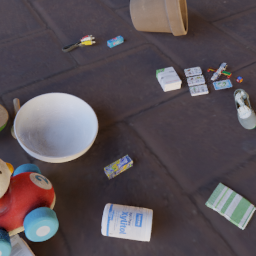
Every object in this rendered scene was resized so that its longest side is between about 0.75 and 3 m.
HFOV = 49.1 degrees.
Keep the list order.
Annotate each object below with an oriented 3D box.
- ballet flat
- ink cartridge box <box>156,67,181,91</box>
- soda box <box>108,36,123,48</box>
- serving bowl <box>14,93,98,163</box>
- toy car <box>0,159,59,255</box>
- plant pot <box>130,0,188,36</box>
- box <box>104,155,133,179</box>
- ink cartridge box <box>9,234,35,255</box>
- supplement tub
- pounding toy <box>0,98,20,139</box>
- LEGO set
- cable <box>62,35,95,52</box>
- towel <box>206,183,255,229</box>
[{"bbox_3d":[4.237,-0.740,10.334,0.606,0.573,1.798,-30,38,34],"label":"ballet flat"},{"bbox_3d":[1.673,-2.019,11.567,0.721,0.416,0.987,-13,52,-9],"label":"ink cartridge box"},{"bbox_3d":[-0.600,-4.146,13.430,0.767,0.260,0.246,-31,57,-22],"label":"soda box"},{"bbox_3d":[-2.362,0.082,9.414,2.655,0.873,2.655,6,52,-8],"label":"serving bowl"},{"bbox_3d":[-3.220,1.406,6.949,2.318,2.620,2.415,-22,37,-17],"label":"toy car"},{"bbox_3d":[1.471,-5.721,13.476,2.423,2.778,2.778,-4,48,21],"label":"plant pot"},{"bbox_3d":[-0.295,1.242,8.968,0.907,0.292,0.318,-27,56,-22],"label":"box"},{"bbox_3d":[-3.021,3.440,6.995,1.258,0.528,1.105,-35,59,-25],"label":"ink cartridge box"},{"bbox_3d":[-0.015,2.532,7.546,1.284,0.847,0.847,5,51,5],"label":"supplement tub"},{"bbox_3d":[-5.037,-0.011,9.612,2.849,1.322,2.199,-1,37,-37],"label":"pounding toy"},{"bbox_3d":[3.561,-2.010,11.688,2.131,0.523,1.592,-10,50,6],"label":"LEGO set"},{"bbox_3d":[-2.387,-4.060,13.264,1.613,0.406,0.783,-16,52,-13],"label":"cable"},{"bbox_3d":[3.022,2.275,8.223,1.208,0.141,0.921,33,57,25],"label":"towel"}]
